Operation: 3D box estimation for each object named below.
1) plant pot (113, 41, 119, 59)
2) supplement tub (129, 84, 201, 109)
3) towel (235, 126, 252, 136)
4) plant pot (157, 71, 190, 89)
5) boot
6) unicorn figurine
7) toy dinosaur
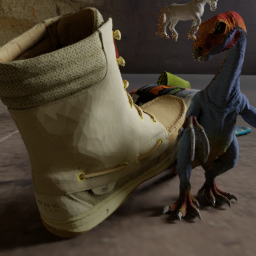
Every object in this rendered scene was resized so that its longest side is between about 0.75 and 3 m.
[{"bbox_3d":[-1.229,-2.966,10.871,1.481,1.306,1.482,-26,17,30],"label":"plant pot"},{"bbox_3d":[0.896,-0.213,6.353,1.477,1.477,2.410,-8,16,-29],"label":"supplement tub"},{"bbox_3d":[2.532,0.065,8.001,1.613,0.175,1.183,-7,14,-27],"label":"towel"},{"bbox_3d":[2.443,-2.118,14.869,1.460,1.516,1.516,8,11,-17],"label":"plant pot"},{"bbox_3d":[-0.135,-0.374,3.658,1.079,2.304,2.964,20,42,38],"label":"boot"},{"bbox_3d":[2.304,-4.258,10.565,2.650,1.820,0.978,8,1,17],"label":"unicorn figurine"},{"bbox_3d":[0.919,-0.091,3.626,1.432,2.475,2.728,-5,13,-19],"label":"toy dinosaur"}]
